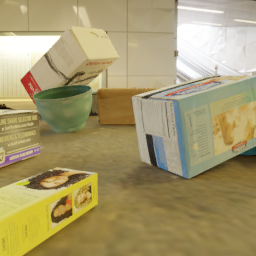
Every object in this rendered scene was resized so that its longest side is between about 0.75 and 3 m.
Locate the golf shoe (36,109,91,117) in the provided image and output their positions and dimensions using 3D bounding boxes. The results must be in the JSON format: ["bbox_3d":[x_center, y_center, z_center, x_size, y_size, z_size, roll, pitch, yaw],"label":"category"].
[{"bbox_3d":[-2.530,-0.980,10.488,2.772,1.277,1.007,7,8,34],"label":"golf shoe"}]

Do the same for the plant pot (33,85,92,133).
[{"bbox_3d":[-1.583,-0.465,7.202,1.470,0.985,1.470,-6,21,2],"label":"plant pot"}]

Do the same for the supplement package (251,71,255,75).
[{"bbox_3d":[4.509,-0.915,6.271,1.595,1.615,2.664,-20,8,-21],"label":"supplement package"}]

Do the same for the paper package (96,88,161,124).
[{"bbox_3d":[0.269,-0.784,9.439,2.227,1.152,2.122,0,8,7],"label":"paper package"}]

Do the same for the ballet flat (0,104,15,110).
[{"bbox_3d":[-3.570,-0.394,8.324,0.977,0.672,2.901,-6,10,-37],"label":"ballet flat"}]

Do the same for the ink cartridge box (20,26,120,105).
[{"bbox_3d":[-1.801,-1.887,8.837,2.570,1.065,1.886,-33,-3,31],"label":"ink cartridge box"}]

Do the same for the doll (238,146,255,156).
[{"bbox_3d":[1.907,0.087,4.913,1.604,0.570,2.350,-19,25,-26],"label":"doll"}]

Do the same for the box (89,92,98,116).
[{"bbox_3d":[-1.518,-1.067,12.141,1.613,1.002,1.626,-4,9,-35],"label":"box"}]

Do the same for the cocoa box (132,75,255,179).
[{"bbox_3d":[1.014,-0.114,3.994,1.558,1.039,1.022,-18,16,-28],"label":"cocoa box"}]

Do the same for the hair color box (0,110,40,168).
[{"bbox_3d":[-2.772,0.112,4.285,2.438,0.790,1.332,0,7,17],"label":"hair color box"}]

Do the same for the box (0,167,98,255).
[{"bbox_3d":[-0.777,0.629,2.121,0.499,0.332,1.325,3,9,25],"label":"box"}]
